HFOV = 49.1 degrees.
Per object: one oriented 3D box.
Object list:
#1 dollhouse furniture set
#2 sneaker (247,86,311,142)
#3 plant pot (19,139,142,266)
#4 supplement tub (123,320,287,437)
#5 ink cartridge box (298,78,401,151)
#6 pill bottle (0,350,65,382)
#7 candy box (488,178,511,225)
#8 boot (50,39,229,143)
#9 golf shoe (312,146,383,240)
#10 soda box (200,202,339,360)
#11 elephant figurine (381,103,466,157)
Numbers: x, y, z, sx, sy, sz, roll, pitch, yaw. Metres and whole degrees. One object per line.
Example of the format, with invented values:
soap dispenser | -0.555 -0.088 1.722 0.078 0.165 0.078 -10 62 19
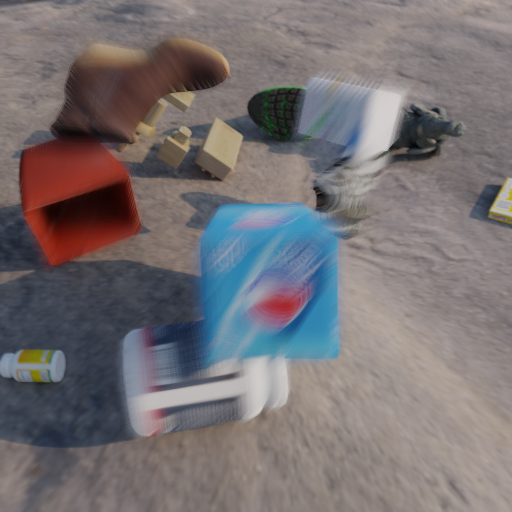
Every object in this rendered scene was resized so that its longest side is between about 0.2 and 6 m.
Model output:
dollhouse furniture set | -1.770 -2.348 12.355 2.211 1.801 2.103 32 33 -16
sneaker | 1.274 -3.497 13.479 3.190 1.245 1.359 -3 27 -20
plant pot | -2.880 -1.027 8.843 1.550 1.552 1.367 -24 64 -16
supplement tub | -0.604 1.346 6.492 1.723 1.209 1.209 -7 36 -10
ink cartridge box | 1.392 -2.132 8.461 1.158 0.850 0.846 24 22 36
pill bottle | -2.842 1.400 7.120 0.710 0.400 0.400 0 36 0
candy box | 5.001 -1.022 10.663 0.780 0.201 1.526 22 42 24
boot | -1.783 -2.513 8.935 2.553 0.924 2.123 4 54 1
golf shoe | 1.521 -1.346 9.560 0.971 2.056 0.799 23 -15 -36
soda box | 0.107 0.072 6.592 1.227 1.161 3.618 -2 9 0
elephant figurine | 3.560 -2.670 12.058 2.005 1.419 1.556 11 51 25
